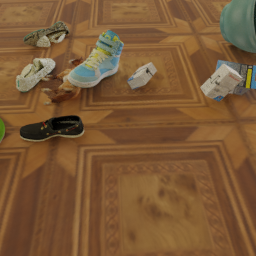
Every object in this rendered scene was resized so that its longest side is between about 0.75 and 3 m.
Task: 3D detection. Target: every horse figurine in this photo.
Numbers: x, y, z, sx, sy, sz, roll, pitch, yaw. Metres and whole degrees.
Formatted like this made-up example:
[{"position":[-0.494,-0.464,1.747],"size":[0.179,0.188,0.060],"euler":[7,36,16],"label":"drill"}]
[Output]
[{"position":[-2.305,-1.616,10.146],"size":[1.610,0.606,2.429],"euler":[-11,44,-3],"label":"horse figurine"}]

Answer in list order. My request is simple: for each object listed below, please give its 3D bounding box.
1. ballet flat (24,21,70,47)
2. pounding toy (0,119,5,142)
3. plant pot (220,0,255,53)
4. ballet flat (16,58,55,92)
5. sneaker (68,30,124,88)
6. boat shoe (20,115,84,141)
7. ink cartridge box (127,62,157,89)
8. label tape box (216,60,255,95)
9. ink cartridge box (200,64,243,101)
[{"position":[-3.518,-4.098,12.554],"size":[0.844,0.761,2.243],"euler":[46,56,6],"label":"ballet flat"},{"position":[-4.998,0.003,8.172],"size":[2.440,1.132,1.883],"euler":[-29,52,-26],"label":"pounding toy"},{"position":[5.129,-4.526,11.781],"size":[2.841,2.841,1.904],"euler":[-34,27,-28],"label":"plant pot"},{"position":[-3.470,-2.197,10.614],"size":[0.766,0.766,2.136],"euler":[14,48,14],"label":"ballet flat"},{"position":[-1.095,-2.549,9.923],"size":[1.037,1.702,2.608],"euler":[31,39,12],"label":"sneaker"},{"position":[-2.360,-0.039,8.604],"size":[1.963,0.615,0.718],"euler":[-5,47,-3],"label":"boat shoe"},{"position":[0.520,-1.918,10.289],"size":[0.697,0.406,0.964],"euler":[-14,30,46],"label":"ink cartridge box"},{"position":[3.984,-1.805,10.220],"size":[1.598,0.506,1.152],"euler":[13,61,13],"label":"label tape box"},{"position":[3.119,-1.494,9.360],"size":[0.800,1.095,0.462],"euler":[16,39,-37],"label":"ink cartridge box"}]
